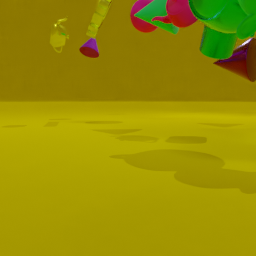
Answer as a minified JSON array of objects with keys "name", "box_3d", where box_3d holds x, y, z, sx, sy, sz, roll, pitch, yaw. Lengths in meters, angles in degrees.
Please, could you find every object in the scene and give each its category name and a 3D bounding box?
[{"name":"gear","box_3d":[-0.946,-3.995,9.780,0.323,1.745,1.745,25,1,-12]},{"name":"cylinder","box_3d":[1.945,-1.951,5.933,0.725,0.725,0.725,1,43,-1]},{"name":"monkey head","box_3d":[1.837,-1.692,3.422,0.871,1.445,1.039,6,-16,45]},{"name":"teapot","box_3d":[1.467,-2.053,4.189,1.024,2.092,1.300,-10,-31,-27]},{"name":"teapot","box_3d":[1.196,-2.736,6.298,1.435,0.892,0.703,-26,-28,38]},{"name":"ball","box_3d":[0.688,-4.173,10.391,1.213,1.213,1.213,0,6,0]},{"name":"teapot","box_3d":[-2.142,-2.933,8.769,0.590,1.205,0.749,3,37,-19]},{"name":"cone","box_3d":[-1.501,-3.499,11.625,0.842,0.845,0.842,13,-15,3]},{"name":"cone","box_3d":[3.432,-2.168,9.185,1.358,1.353,1.353,7,9,42]},{"name":"cone","box_3d":[0.721,-3.167,7.726,1.198,1.194,1.194,4,7,23]}]
